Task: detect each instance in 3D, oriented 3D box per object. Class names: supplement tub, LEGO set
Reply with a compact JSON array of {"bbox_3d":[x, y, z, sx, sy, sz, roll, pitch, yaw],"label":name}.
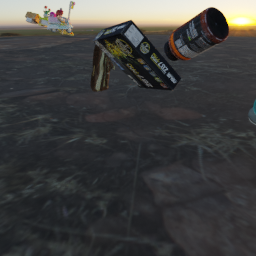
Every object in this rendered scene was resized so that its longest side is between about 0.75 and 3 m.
[{"bbox_3d":[2.395,-3.312,10.343,1.281,1.281,2.396,-16,0,-34],"label":"supplement tub"},{"bbox_3d":[-2.446,-3.820,9.388,1.260,1.020,2.740,-1,25,-37],"label":"LEGO set"}]

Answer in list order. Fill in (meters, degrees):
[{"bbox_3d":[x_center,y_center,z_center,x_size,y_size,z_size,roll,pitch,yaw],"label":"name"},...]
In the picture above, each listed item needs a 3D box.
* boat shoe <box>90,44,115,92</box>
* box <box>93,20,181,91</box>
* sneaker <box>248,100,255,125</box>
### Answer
[{"bbox_3d":[-0.725,-1.938,8.578,0.631,1.707,0.630,-3,37,-25],"label":"boat shoe"},{"bbox_3d":[0.163,-1.331,5.384,0.365,1.485,1.197,-54,31,-9],"label":"box"},{"bbox_3d":[1.874,-0.224,3.686,0.720,0.499,1.193,14,-3,-20],"label":"sneaker"}]
